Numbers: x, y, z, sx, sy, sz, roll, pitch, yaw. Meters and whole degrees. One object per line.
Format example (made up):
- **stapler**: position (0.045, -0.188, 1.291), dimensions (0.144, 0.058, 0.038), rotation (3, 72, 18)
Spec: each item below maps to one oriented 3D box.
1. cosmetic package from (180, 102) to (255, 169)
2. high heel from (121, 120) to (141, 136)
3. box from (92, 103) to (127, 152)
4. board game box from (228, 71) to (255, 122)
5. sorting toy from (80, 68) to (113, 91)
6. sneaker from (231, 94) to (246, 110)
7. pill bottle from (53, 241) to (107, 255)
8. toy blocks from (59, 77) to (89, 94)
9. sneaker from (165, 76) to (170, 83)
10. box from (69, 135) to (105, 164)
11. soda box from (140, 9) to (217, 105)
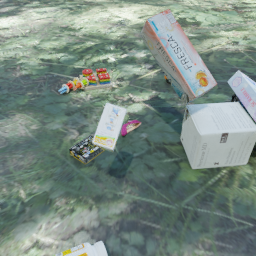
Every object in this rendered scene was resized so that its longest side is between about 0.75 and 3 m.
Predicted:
- **cosmetic package**: position (2.999, 0.234, 9.534), dimensions (1.954, 1.611, 1.612), rotation (-5, 40, -6)
- **high heel**: position (0.114, 0.005, 10.922), dimensions (0.532, 0.374, 1.109), rotation (3, 23, 21)
- **box**: position (-0.457, 0.008, 6.998), dimensions (0.538, 0.597, 1.062), rotation (19, 78, 0)
- **board game box**: position (5.149, -0.424, 9.815), dimensions (2.902, 0.597, 2.896), rotation (24, 35, -28)
- **sorting toy**: position (-1.645, -2.551, 14.193), dimensions (1.480, 0.518, 1.489), rotation (-9, 38, -12)
- **sneaker**: position (4.986, -0.914, 11.905), dimensions (0.983, 0.678, 1.767), rotation (-4, 41, -1)
- **pill bottle**: position (-1.126, 3.111, 6.493), dimensions (1.257, 0.698, 0.698), rotation (-15, 39, -19)
- **toy blocks**: position (-2.612, -1.978, 13.360), dimensions (1.025, 0.446, 1.230), rotation (6, 34, 35)
- **sneaker**: position (2.983, -2.540, 14.000), dimensions (2.141, 0.810, 0.985), rotation (23, 39, 26)
- **box**: position (-1.424, 0.753, 10.013), dimensions (0.852, 0.263, 1.067), rotation (28, 45, 29)
- **soda box**: position (1.504, -2.163, 8.678), dimensions (0.884, 0.951, 2.781), rotation (-30, 86, -15)
